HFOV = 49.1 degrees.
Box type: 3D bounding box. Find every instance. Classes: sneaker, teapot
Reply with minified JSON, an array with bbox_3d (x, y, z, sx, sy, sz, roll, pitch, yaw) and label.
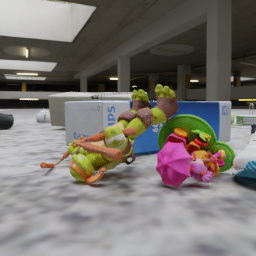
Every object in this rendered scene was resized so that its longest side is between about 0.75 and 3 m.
[{"bbox_3d":[-4.556,-0.253,9.302,1.010,0.711,1.902,5,7,-42],"label":"sneaker"},{"bbox_3d":[-3.659,-0.531,12.306,0.809,0.591,0.798,3,6,28],"label":"teapot"},{"bbox_3d":[1.621,0.219,3.212,0.616,0.650,1.610,5,7,35],"label":"sneaker"}]

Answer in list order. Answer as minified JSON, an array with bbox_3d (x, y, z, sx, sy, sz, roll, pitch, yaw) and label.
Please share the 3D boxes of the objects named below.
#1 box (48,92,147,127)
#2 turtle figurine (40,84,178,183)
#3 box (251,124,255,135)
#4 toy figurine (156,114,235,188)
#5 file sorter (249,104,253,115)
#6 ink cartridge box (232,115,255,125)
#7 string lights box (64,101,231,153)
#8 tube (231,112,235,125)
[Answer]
[{"bbox_3d":[-0.945,-0.565,8.649,2.966,1.014,1.219,4,14,27],"label":"box"},{"bbox_3d":[-0.091,0.115,3.085,1.513,0.604,1.876,-41,9,-27],"label":"turtle figurine"},{"bbox_3d":[3.204,0.145,5.747,1.222,0.354,1.538,2,5,22],"label":"box"},{"bbox_3d":[0.667,0.356,2.984,0.945,0.709,0.870,26,25,11],"label":"toy figurine"},{"bbox_3d":[6.510,-0.733,13.279,1.344,0.837,0.933,2,6,15],"label":"file sorter"},{"bbox_3d":[4.609,-0.301,10.880,1.263,0.375,0.656,0,5,1],"label":"ink cartridge box"},{"bbox_3d":[0.444,-0.086,5.379,2.927,0.863,1.504,-3,6,-34],"label":"string lights box"},{"bbox_3d":[2.784,-0.215,9.304,2.144,0.557,0.622,-10,-28,-39],"label":"tube"}]
